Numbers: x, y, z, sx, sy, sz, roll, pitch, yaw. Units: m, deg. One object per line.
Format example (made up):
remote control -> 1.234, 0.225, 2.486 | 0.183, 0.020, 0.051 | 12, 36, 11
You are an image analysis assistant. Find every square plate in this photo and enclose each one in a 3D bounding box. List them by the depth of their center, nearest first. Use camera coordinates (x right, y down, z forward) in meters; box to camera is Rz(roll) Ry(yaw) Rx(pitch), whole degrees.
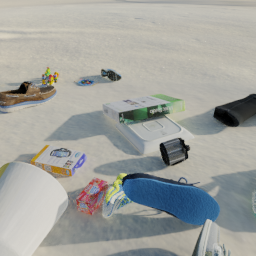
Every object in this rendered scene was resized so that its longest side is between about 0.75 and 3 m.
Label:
square plate -> 1.002, 0.033, 10.999 | 2.355, 0.335, 2.333 | -15, 34, -24

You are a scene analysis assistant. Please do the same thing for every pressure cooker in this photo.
pressure cooker -> 1.571, 0.743, 9.183 | 0.933, 0.833, 0.820 | -18, 44, -6

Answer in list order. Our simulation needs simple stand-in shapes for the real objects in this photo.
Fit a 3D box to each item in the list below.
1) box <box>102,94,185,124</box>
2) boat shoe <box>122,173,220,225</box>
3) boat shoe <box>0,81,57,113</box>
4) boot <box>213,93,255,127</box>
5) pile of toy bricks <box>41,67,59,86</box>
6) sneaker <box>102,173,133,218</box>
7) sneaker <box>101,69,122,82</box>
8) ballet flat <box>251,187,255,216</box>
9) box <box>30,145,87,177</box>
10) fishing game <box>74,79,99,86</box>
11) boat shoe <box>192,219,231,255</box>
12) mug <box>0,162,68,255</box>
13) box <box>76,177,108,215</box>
box -> 0.618, -0.874, 11.865 | 2.934, 0.533, 2.117 | -13, 18, -19
boat shoe -> 1.106, 1.606, 7.052 | 2.649, 1.115, 0.909 | 28, 2, -17
boat shoe -> -4.589, -1.600, 13.050 | 1.020, 1.021, 2.822 | 25, 39, 36
boot -> 5.213, -0.682, 11.604 | 2.661, 0.873, 2.193 | -17, 24, -33
pile of toy bricks -> -4.390, -2.951, 15.519 | 0.928, 0.826, 1.673 | 1, 31, 2
sneaker -> -0.085, 1.835, 7.666 | 0.877, 0.632, 1.669 | 9, 31, 14
sneaker -> -0.859, -3.136, 16.065 | 0.713, 0.621, 1.585 | -20, 36, -36
ballet flat -> 4.280, 1.490, 7.937 | 1.062, 1.062, 2.960 | 20, 37, 29
box -> -2.207, 1.073, 9.252 | 1.675, 0.347, 0.997 | 11, 32, 14
fishing game -> -2.324, -2.569, 15.512 | 1.290, 0.200, 0.923 | 18, 33, 28
boat shoe -> 1.640, 3.003, 5.485 | 0.819, 0.942, 2.555 | 13, 37, 10
mug -> -2.776, 2.160, 6.365 | 2.347, 1.880, 1.927 | -22, 28, 33
box -> -0.965, 1.871, 7.762 | 0.481, 0.460, 0.964 | 13, 33, 21
